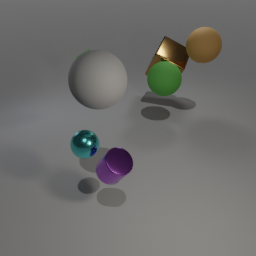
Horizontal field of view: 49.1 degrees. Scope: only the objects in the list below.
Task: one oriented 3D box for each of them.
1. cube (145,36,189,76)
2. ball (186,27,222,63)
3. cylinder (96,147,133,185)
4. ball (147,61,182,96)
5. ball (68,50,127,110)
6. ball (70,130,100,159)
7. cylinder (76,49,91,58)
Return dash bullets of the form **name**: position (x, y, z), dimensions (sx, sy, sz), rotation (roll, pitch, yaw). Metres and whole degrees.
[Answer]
- **cube**: position (1.823, -2.986, 12.763), dimensions (1.400, 1.400, 1.400), rotation (28, 56, -3)
- **ball**: position (3.046, -3.323, 11.273), dimensions (1.400, 1.400, 1.400), rotation (0, 29, 0)
- **cylinder**: position (-0.330, 0.909, 6.654), dimensions (0.700, 0.700, 0.700), rotation (14, 56, -21)
- **ball**: position (1.482, -2.002, 11.418), dimensions (1.400, 1.400, 1.400), rotation (0, 29, 0)
- **ball**: position (-0.717, -1.141, 6.691), dimensions (1.400, 1.400, 1.400), rotation (0, 29, 0)
- **ball**: position (-1.033, 0.390, 6.722), dimensions (0.700, 0.700, 0.700), rotation (0, 29, 0)
- **cylinder**: position (-1.767, -2.908, 12.033), dimensions (0.700, 0.700, 0.700), rotation (-35, 39, -13)
